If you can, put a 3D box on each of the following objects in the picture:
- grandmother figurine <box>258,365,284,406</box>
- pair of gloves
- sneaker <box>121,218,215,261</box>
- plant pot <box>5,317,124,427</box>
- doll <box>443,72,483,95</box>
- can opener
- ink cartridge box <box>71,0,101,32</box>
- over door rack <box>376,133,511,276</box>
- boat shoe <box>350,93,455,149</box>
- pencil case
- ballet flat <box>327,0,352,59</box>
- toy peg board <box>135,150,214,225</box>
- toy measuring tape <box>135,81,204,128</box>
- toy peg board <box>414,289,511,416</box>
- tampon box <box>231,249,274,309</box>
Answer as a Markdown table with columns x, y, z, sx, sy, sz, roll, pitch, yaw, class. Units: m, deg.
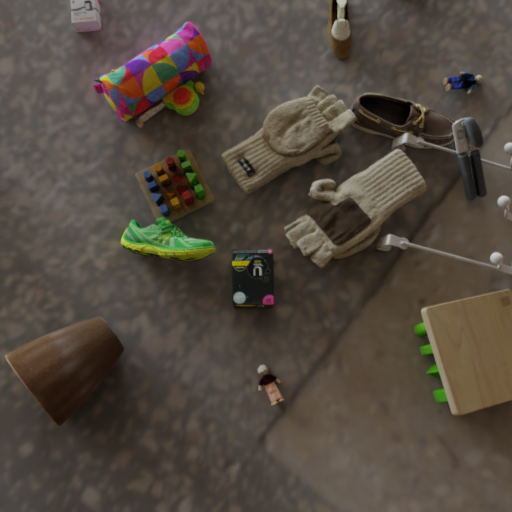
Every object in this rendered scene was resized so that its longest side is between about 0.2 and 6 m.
| x | y | z | sx | sy | sz | roll | pitch | yaw | class |
| --- | --- | --- | --- | --- | --- | --- | --- | --- | --- |
| 0.250 | 2.599 | 11.339 | 0.491 | 0.245 | 0.809 | -15 | 74 | -32 | grandmother figurine |
| 1.422 | -1.728 | 12.047 | 3.047 | 0.628 | 3.584 | -41 | 77 | -4 | pair of gloves |
| -1.817 | -0.368 | 11.575 | 2.000 | 0.741 | 0.836 | 9 | 82 | 8 | sneaker |
| -3.548 | 2.039 | 10.857 | 1.804 | 1.686 | 1.686 | -38 | 80 | -21 | plant pot |
| 4.720 | -3.927 | 12.704 | 0.889 | 0.216 | 0.607 | -12 | 71 | -9 | doll |
| 4.527 | -2.016 | 11.746 | 0.473 | 0.593 | 1.775 | -16 | 106 | 5 | can opener |
| -3.958 | -5.679 | 13.006 | 0.593 | 0.341 | 0.817 | -6 | 78 | -1 | ink cartridge box |
| 4.468 | -1.068 | 11.632 | 3.491 | 1.163 | 2.579 | 12 | 78 | 2 | over door rack |
| 3.261 | -2.987 | 12.245 | 2.425 | 0.722 | 0.871 | 15 | 79 | 3 | boat shoe |
| -2.238 | -4.050 | 12.305 | 2.585 | 1.142 | 1.142 | -33 | 80 | -8 | pencil case |
| 1.934 | -5.397 | 12.812 | 0.571 | 0.609 | 1.685 | 2 | 78 | 1 | ballet flat |
| -1.777 | -1.544 | 11.985 | 1.314 | 0.646 | 1.320 | -26 | 79 | -5 | toy peg board |
| -1.836 | -3.232 | 12.361 | 1.723 | 0.634 | 0.634 | -34 | 80 | 4 | toy measuring tape |
| 4.290 | 1.925 | 11.223 | 2.055 | 1.010 | 2.064 | -10 | 78 | -18 | toy peg board |
| -0.069 | 0.486 | 11.522 | 0.849 | 0.715 | 1.133 | -1 | 78 | 0 | tampon box |
